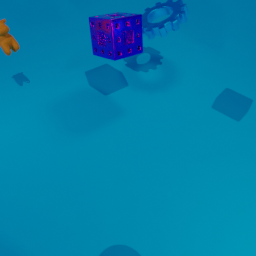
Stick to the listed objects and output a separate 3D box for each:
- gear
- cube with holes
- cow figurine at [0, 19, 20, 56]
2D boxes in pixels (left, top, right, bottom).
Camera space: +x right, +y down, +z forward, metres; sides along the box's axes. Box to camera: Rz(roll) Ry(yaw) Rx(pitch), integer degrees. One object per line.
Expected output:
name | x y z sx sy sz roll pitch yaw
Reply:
gear | 1.027 -3.400 8.718 1.646 0.304 1.646 -15 46 16
cube with holes | -0.316 -2.529 7.642 1.017 1.017 1.017 -25 35 -33
cow figurine | -3.457 -2.539 7.805 0.528 0.947 0.962 -36 21 -19
